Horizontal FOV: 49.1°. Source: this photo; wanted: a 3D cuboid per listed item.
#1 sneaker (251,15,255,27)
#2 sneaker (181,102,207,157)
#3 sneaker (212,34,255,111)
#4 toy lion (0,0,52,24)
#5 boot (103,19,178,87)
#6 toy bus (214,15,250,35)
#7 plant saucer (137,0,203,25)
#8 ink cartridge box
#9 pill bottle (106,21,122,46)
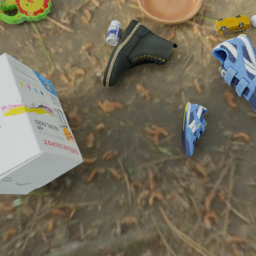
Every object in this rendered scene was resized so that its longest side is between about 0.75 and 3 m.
[{"bbox_3d":[4.912,-3.604,9.606,1.318,0.530,0.503,28,75,11],"label":"sneaker"},{"bbox_3d":[1.973,0.035,8.287,0.698,0.627,1.696,9,72,1],"label":"sneaker"},{"bbox_3d":[3.506,-1.596,8.684,1.142,1.027,2.776,-13,64,-3],"label":"sneaker"},{"bbox_3d":[-3.701,-4.343,9.902,1.698,0.608,1.772,37,75,4],"label":"toy lion"},{"bbox_3d":[0.407,-2.149,8.939,1.730,0.969,2.501,26,77,0],"label":"boot"},{"bbox_3d":[3.544,-3.530,9.604,1.193,0.467,0.388,-12,73,-4],"label":"toy bus"},{"bbox_3d":[1.468,-4.598,10.003,2.317,0.434,2.317,0,70,0],"label":"plant saucer"},{"bbox_3d":[-2.833,0.045,7.195,1.995,2.030,2.758,-30,71,10],"label":"ink cartridge box"},{"bbox_3d":[-0.458,-3.218,9.507,0.447,0.447,0.772,8,71,3],"label":"pill bottle"}]
